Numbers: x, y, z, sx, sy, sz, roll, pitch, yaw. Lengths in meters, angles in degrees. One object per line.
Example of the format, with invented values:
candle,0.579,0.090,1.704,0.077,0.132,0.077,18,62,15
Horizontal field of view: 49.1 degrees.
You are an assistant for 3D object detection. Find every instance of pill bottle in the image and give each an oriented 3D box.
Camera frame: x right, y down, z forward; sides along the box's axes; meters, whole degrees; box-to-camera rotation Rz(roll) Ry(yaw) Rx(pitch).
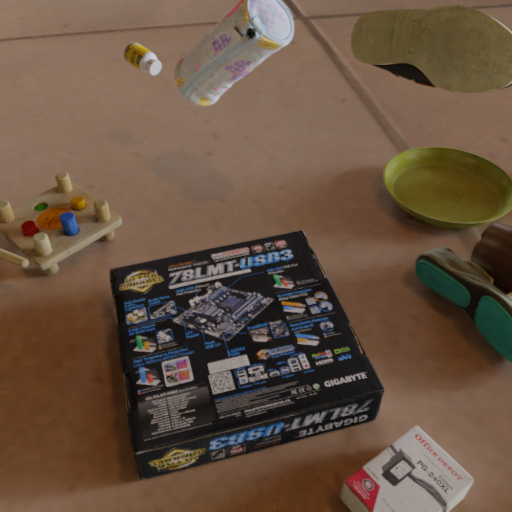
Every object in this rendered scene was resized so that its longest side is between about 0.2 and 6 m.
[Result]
pill bottle,-2.251,-3.909,11.162,0.759,0.425,0.425,38,54,23

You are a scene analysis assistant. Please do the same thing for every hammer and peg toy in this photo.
hammer and peg toy,-3.630,-0.382,9.425,1.698,0.814,2.309,32,52,28

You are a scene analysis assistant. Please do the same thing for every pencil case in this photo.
pencil case,-0.440,-3.494,9.623,1.012,2.434,1.104,35,59,-25

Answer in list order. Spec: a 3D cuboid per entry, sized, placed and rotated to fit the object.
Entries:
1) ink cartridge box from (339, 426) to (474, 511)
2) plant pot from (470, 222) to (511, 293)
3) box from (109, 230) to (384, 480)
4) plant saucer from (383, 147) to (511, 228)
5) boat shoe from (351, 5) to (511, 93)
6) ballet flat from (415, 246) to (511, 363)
ink cartridge box,1.706,2.650,6.373,1.212,0.505,0.880,-27,49,-26
plant pot,4.112,0.106,8.718,1.217,1.217,1.205,-30,42,-28
box,-0.309,1.138,7.809,3.151,0.783,3.127,-11,44,-12
plant saucer,3.634,-1.270,10.685,2.456,0.382,2.456,0,43,0
boat shoe,2.179,-2.436,6.598,0.749,0.874,2.390,-3,25,-35
ballet flat,3.422,0.632,8.324,0.776,0.821,2.437,-21,46,-22
